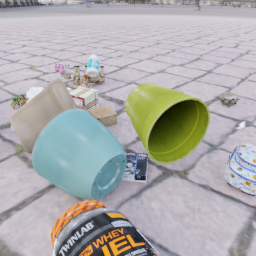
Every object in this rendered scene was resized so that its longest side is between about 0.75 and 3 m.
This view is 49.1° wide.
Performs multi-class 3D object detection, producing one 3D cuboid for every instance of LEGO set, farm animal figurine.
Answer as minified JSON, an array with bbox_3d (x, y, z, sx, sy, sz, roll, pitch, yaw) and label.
[{"bbox_3d":[-5.142,-1.178,13.326,0.703,0.529,0.914,-35,30,-1],"label":"LEGO set"},{"bbox_3d":[-2.692,-2.896,15.775,2.546,1.280,2.056,4,9,14],"label":"farm animal figurine"}]

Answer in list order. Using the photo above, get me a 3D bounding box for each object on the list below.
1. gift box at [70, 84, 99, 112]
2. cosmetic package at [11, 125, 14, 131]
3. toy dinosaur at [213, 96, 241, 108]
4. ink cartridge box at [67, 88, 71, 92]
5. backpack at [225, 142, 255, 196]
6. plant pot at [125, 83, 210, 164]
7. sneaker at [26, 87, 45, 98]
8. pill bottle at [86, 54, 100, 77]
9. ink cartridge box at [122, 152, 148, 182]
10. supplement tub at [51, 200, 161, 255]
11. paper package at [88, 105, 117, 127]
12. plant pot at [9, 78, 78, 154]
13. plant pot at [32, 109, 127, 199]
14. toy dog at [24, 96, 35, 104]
[{"bbox_3d":[-2.044,-1.281,12.675,1.225,1.130,1.144,21,36,23],"label":"gift box"},{"bbox_3d":[-4.230,-0.054,11.333,0.881,0.223,0.364,1,29,2],"label":"cosmetic package"},{"bbox_3d":[4.743,-1.278,13.507,1.266,0.487,0.647,7,17,24],"label":"toy dinosaur"},{"bbox_3d":[-3.556,-1.481,13.572,1.062,0.616,1.472,10,30,19],"label":"ink cartridge box"},{"bbox_3d":[3.548,1.200,8.150,1.480,1.140,1.410,20,44,27],"label":"backpack"},{"bbox_3d":[0.951,-0.380,8.387,2.108,2.108,2.030,-14,37,-24],"label":"plant pot"},{"bbox_3d":[-4.399,-1.658,13.694,0.871,0.683,1.753,-16,31,-1],"label":"sneaker"},{"bbox_3d":[-1.419,-2.560,11.437,0.489,0.489,0.883,1,66,1],"label":"pill bottle"},{"bbox_3d":[0.261,1.153,9.017,0.751,0.296,1.510,2,27,5],"label":"ink cartridge box"},{"bbox_3d":[-0.236,2.576,4.864,1.674,1.674,2.733,-18,32,-30],"label":"supplement tub"},{"bbox_3d":[-1.074,-0.476,11.805,0.961,0.522,1.008,-16,33,-28],"label":"paper package"},{"bbox_3d":[-2.818,-0.223,9.782,2.101,2.421,2.421,-27,35,-14],"label":"plant pot"},{"bbox_3d":[-1.133,0.867,7.686,1.806,2.251,2.251,31,40,27],"label":"plant pot"},{"bbox_3d":[-4.050,-0.936,12.463,1.303,0.909,1.263,30,81,42],"label":"toy dog"}]
